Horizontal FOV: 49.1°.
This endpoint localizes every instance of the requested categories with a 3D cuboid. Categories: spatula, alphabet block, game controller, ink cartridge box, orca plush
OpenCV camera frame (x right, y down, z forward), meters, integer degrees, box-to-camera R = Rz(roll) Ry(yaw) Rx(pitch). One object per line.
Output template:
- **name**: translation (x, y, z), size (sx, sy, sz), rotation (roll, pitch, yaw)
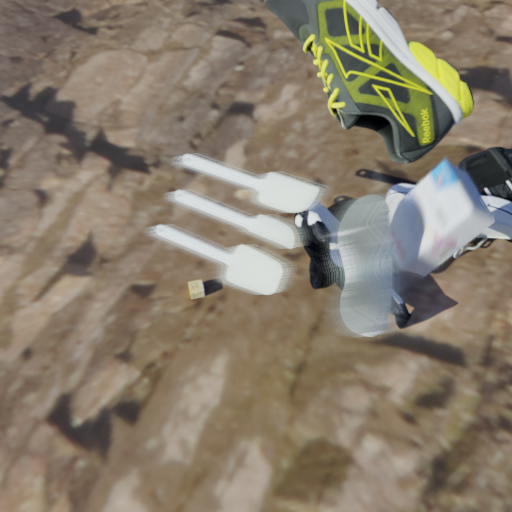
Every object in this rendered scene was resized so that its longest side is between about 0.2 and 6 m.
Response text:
- **spatula**: translation (-0.386, -0.510, 7.413), size (2.172, 0.174, 1.510), rotation (22, 92, 29)
- **alphabet block**: translation (-0.960, 0.540, 9.023), size (0.227, 0.222, 0.223), rotation (-10, 58, -7)
- **game controller**: translation (4.458, -1.126, 9.995), size (1.028, 0.415, 1.970), rotation (-23, 60, 3)
- **ink cartridge box**: translation (2.166, -0.429, 6.855), size (0.486, 1.148, 0.830), rotation (17, 44, -34)
- **orca plush**: translation (1.354, 0.249, 9.059), size (2.632, 0.936, 1.385), rotation (46, 24, 13)

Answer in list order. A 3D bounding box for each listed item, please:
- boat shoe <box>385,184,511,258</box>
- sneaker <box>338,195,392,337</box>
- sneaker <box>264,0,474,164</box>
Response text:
- **boat shoe**: translation (3.253, -0.469, 9.245), size (2.394, 0.884, 1.021), rotation (15, 63, 14)
- **sneaker**: translation (1.275, 0.118, 6.413), size (0.584, 0.666, 1.661), rotation (-2, 72, 27)
- **sneaker**: translation (1.089, -2.121, 6.284), size (2.748, 1.023, 1.163), rotation (37, 91, 3)
